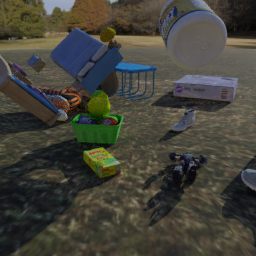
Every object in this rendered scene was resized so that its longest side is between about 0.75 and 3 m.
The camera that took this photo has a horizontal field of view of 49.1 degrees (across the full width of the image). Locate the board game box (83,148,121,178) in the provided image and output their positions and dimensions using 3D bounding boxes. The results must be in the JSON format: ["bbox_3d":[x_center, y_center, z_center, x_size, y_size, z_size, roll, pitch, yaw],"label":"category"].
[{"bbox_3d":[-0.664,0.838,6.979,0.550,0.258,1.083,-11,23,-27],"label":"board game box"}]

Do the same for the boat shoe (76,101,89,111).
[{"bbox_3d":[-1.626,-0.883,11.559,1.123,0.425,0.415,-1,24,23],"label":"boat shoe"}]

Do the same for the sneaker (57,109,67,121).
[{"bbox_3d":[-2.763,-0.414,10.327,1.215,0.455,0.605,9,37,32],"label":"sneaker"}]

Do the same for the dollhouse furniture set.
[{"bbox_3d":[-1.879,-1.852,6.518,2.601,1.698,2.456,-47,56,-3],"label":"dollhouse furniture set"}]

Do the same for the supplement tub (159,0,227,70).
[{"bbox_3d":[2.140,-3.470,9.868,1.935,1.935,2.675,-2,40,-4],"label":"supplement tub"}]

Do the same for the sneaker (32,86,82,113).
[{"bbox_3d":[-2.985,-1.271,11.611,2.599,1.008,1.456,20,33,27],"label":"sneaker"}]

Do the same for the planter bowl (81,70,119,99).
[{"bbox_3d":[-1.501,-2.073,13.192,1.793,1.793,1.207,-17,-1,-39],"label":"planter bowl"}]

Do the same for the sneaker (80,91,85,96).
[{"bbox_3d":[-2.182,-1.845,14.017,1.143,0.469,0.401,7,21,18],"label":"sneaker"}]

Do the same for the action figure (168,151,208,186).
[{"bbox_3d":[1.413,0.843,6.667,0.941,0.502,1.446,-3,15,16],"label":"action figure"}]

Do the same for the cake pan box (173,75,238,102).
[{"bbox_3d":[3.998,-2.137,14.411,2.999,0.784,2.762,8,19,21],"label":"cake pan box"}]

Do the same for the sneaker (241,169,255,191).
[{"bbox_3d":[3.344,1.007,5.778,1.864,0.764,0.697,6,21,16],"label":"sneaker"}]

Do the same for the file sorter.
[{"bbox_3d":[-0.022,-2.378,14.008,1.678,1.484,2.419,-16,25,-36],"label":"file sorter"}]

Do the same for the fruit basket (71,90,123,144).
[{"bbox_3d":[-0.900,-0.361,8.521,1.580,1.580,1.139,2,20,6],"label":"fruit basket"}]

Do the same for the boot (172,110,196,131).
[{"bbox_3d":[1.927,-0.298,9.635,0.439,0.571,1.194,17,26,38],"label":"boot"}]
